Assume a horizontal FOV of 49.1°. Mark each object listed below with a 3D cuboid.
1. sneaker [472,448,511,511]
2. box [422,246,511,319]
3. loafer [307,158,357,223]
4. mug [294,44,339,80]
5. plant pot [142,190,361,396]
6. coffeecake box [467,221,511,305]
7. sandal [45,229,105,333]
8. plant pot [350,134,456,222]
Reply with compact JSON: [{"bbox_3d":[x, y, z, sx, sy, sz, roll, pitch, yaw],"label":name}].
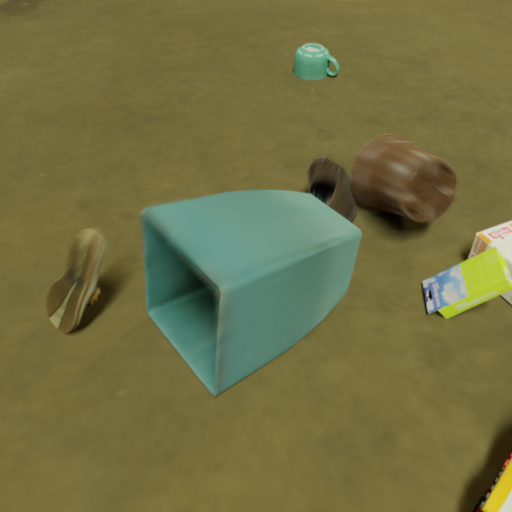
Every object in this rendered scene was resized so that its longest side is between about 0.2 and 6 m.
[{"bbox_3d":[3.435,2.765,6.794,0.896,0.849,2.180,33,60,27],"label":"sneaker"},{"bbox_3d":[3.459,0.475,9.232,1.350,0.322,0.823,-32,30,30],"label":"box"},{"bbox_3d":[1.340,-1.326,10.482,0.725,0.709,1.987,-39,35,18],"label":"loafer"},{"bbox_3d":[1.739,-5.724,16.383,1.254,0.775,1.030,-5,42,-6],"label":"mug"},{"bbox_3d":[0.071,0.227,8.729,2.956,2.088,2.089,-21,45,-30],"label":"plant pot"},{"bbox_3d":[5.032,0.290,9.509,1.686,0.802,2.196,-17,44,-19],"label":"coffeecake box"},{"bbox_3d":[-2.711,0.431,8.742,0.783,1.950,0.527,42,26,27],"label":"sandal"},{"bbox_3d":[2.828,-1.393,10.559,1.559,1.559,1.544,-13,24,-14],"label":"plant pot"}]
